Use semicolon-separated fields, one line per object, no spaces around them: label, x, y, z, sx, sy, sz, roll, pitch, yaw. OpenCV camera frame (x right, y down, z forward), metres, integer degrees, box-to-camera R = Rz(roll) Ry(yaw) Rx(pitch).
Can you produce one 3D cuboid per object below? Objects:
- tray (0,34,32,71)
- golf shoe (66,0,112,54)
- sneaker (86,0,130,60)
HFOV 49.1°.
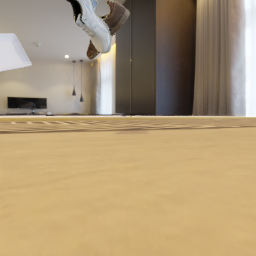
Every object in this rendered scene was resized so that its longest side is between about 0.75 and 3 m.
tray;-3.624;-2.130;7.948;0.225;1.088;2.027;-21;11;20
golf shoe;-1.154;-2.945;7.955;0.769;1.963;0.954;-2;32;41
sneaker;-0.994;-3.658;10.430;0.927;0.864;2.454;35;-54;-20
